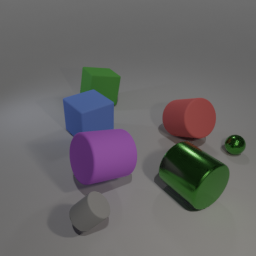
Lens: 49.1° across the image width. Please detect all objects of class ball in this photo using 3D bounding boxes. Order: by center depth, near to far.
[{"bbox_3d":[3.715,0.576,9.713,0.700,0.700,0.700,0,31,0],"label":"ball"}]

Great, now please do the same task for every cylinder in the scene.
[{"bbox_3d":[-0.899,1.967,6.612,0.700,0.700,0.700,39,25,-23],"label":"cylinder"},{"bbox_3d":[1.822,1.287,7.817,1.400,1.400,1.400,-19,35,-29],"label":"cylinder"},{"bbox_3d":[-0.700,0.765,7.817,1.400,1.400,1.400,-5,28,-38],"label":"cylinder"},{"bbox_3d":[2.200,-0.365,10.198,1.400,1.400,1.400,-16,9,-25],"label":"cylinder"}]

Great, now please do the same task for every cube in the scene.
[{"bbox_3d":[-1.492,-0.450,10.702,1.400,1.400,1.400,-22,40,-32],"label":"cube"},{"bbox_3d":[-1.324,-1.961,13.049,1.400,1.400,1.400,-2,27,-26],"label":"cube"}]
